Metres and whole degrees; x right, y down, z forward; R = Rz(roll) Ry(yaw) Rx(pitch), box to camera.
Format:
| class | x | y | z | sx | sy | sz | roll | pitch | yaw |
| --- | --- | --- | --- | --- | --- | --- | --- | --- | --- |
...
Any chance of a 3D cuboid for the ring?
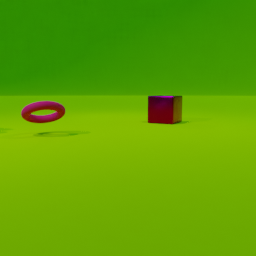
| class | x | y | z | sx | sy | sz | roll | pitch | yaw |
| --- | --- | --- | --- | --- | --- | --- | --- | --- | --- |
| ring | -2.089 | -0.379 | 6.947 | 1.063 | 0.213 | 1.063 | -11 | -18 | -4 |

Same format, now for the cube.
| class | x | y | z | sx | sy | sz | roll | pitch | yaw |
| --- | --- | --- | --- | --- | --- | --- | --- | --- | --- |
| cube | 1.310 | -0.665 | 9.859 | 0.947 | 0.947 | 0.947 | 4 | 8 | 29 |
